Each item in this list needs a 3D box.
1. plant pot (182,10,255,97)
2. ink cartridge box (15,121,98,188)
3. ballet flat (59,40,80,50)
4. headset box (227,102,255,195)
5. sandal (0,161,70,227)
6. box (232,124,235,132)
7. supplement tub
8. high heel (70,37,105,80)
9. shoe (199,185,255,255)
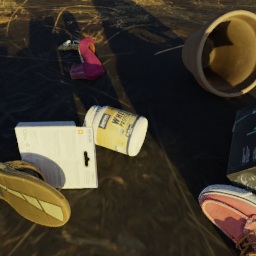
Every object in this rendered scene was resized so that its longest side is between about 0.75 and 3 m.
[{"bbox_3d":[3.171,-2.646,10.146,2.777,2.777,2.421,-10,18,-14],"label":"plant pot"},{"bbox_3d":[-1.483,0.611,6.092,1.600,1.571,0.347,-1,27,-2],"label":"ink cartridge box"},{"bbox_3d":[-2.679,-4.003,13.494,1.391,0.454,0.490,0,35,0],"label":"ballet flat"},{"bbox_3d":[3.591,0.247,5.667,2.961,1.373,2.578,-29,17,37],"label":"headset box"},{"bbox_3d":[-2.280,1.137,5.882,2.755,1.106,0.744,14,34,26],"label":"sandal"},{"bbox_3d":[3.477,-0.077,8.277,0.617,0.163,0.792,17,38,22],"label":"box"},{"bbox_3d":[-0.324,0.032,7.175,1.432,1.034,1.034,17,39,13],"label":"supplement tub"},{"bbox_3d":[-1.381,-2.925,11.548,1.362,0.955,2.834,-3,49,12],"label":"high heel"},{"bbox_3d":[2.229,1.994,4.720,2.616,0.935,1.190,28,41,28],"label":"shoe"}]
